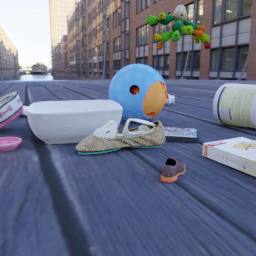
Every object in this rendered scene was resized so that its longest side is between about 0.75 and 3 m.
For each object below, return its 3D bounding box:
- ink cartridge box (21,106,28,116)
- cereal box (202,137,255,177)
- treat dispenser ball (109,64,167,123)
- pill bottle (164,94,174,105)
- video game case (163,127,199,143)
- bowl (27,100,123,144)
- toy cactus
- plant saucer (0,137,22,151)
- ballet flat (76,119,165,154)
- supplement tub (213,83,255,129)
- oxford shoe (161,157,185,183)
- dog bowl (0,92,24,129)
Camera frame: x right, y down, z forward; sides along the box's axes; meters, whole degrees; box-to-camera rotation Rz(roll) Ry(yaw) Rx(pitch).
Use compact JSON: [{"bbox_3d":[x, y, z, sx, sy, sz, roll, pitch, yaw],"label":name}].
[{"bbox_3d":[-5.083,-0.690,12.708,1.242,0.387,1.543,7,19,27],"label":"ink cartridge box"},{"bbox_3d":[2.885,0.644,6.431,1.404,0.386,1.951,-6,14,-25],"label":"cereal box"},{"bbox_3d":[0.386,-1.386,11.300,2.343,2.343,2.343,0,12,0],"label":"treat dispenser ball"},{"bbox_3d":[2.122,-1.647,16.320,1.111,0.624,0.624,0,12,0],"label":"pill bottle"},{"bbox_3d":[1.500,0.189,8.981,1.492,0.190,1.349,3,12,13],"label":"video game case"},{"bbox_3d":[-1.704,-0.255,9.003,2.833,1.059,2.837,-3,14,-13],"label":"bowl"},{"bbox_3d":[1.585,-3.135,8.678,2.045,1.046,1.687,11,54,3],"label":"toy cactus"},{"bbox_3d":[-3.394,0.449,7.736,0.870,0.221,0.870,0,13,0],"label":"plant saucer"},{"bbox_3d":[-0.173,0.161,7.596,2.529,0.826,0.892,-6,18,-22],"label":"ballet flat"},{"bbox_3d":[4.410,-0.792,10.196,1.569,1.569,2.164,-10,17,-39],"label":"supplement tub"},{"bbox_3d":[0.980,0.780,5.842,0.377,0.384,1.058,5,13,22],"label":"oxford shoe"},{"bbox_3d":[-4.416,-0.507,9.630,1.782,0.657,1.782,-23,26,12],"label":"dog bowl"}]
